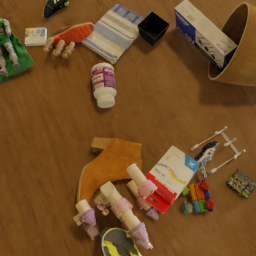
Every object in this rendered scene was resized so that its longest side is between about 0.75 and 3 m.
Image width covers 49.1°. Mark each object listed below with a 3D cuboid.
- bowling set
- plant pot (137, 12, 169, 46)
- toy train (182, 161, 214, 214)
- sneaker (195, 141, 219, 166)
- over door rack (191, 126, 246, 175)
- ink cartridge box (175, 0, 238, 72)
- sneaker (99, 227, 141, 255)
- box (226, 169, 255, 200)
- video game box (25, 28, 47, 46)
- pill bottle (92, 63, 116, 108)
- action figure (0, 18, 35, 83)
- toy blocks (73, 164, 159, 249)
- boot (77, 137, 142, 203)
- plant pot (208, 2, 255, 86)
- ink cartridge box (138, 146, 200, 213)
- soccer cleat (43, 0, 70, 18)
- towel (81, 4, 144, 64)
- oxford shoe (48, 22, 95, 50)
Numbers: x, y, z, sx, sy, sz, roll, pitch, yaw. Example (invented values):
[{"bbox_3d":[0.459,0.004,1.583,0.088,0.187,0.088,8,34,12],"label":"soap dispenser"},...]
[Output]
[{"bbox_3d":[-2.439,-2.812,10.330,1.122,0.781,0.602,15,73,13],"label":"bowling set"},{"bbox_3d":[0.940,-3.684,10.667,0.878,0.780,0.880,40,78,12],"label":"plant pot"},{"bbox_3d":[2.110,1.898,8.938,0.930,0.680,1.606,-14,72,10],"label":"toy train"},{"bbox_3d":[2.696,0.847,9.431,1.042,0.394,0.401,-43,101,-14],"label":"sneaker"},{"bbox_3d":[3.042,0.723,9.366,1.473,0.491,1.088,-30,73,-9],"label":"over door rack"},{"bbox_3d":[2.754,-3.331,10.162,0.586,1.246,2.651,-38,69,1],"label":"ink cartridge box"},{"bbox_3d":[0.111,3.994,8.034,1.075,1.221,2.886,-28,95,-19],"label":"sneaker"},{"bbox_3d":[3.721,1.832,9.158,0.788,0.174,0.631,40,76,12],"label":"box"},{"bbox_3d":[-3.604,-3.562,10.946,0.793,0.186,0.723,-2,74,-1],"label":"video game box"},{"bbox_3d":[-0.841,-1.486,9.922,0.813,0.813,1.448,-7,70,-2],"label":"pill bottle"},{"bbox_3d":[-4.783,-3.263,10.581,1.719,0.796,2.911,-24,70,-4],"label":"action figure"},{"bbox_3d":[-0.101,2.621,7.843,2.320,2.168,1.953,-33,69,-14],"label":"toy blocks"},{"bbox_3d":[-0.496,1.465,8.894,1.776,0.873,2.480,11,67,7],"label":"boot"},{"bbox_3d":[4.615,-2.474,9.503,2.809,2.618,2.618,17,72,-4],"label":"plant pot"},{"bbox_3d":[1.258,1.575,8.718,1.076,0.623,1.852,34,61,20],"label":"ink cartridge box"},{"bbox_3d":[-2.790,-5.038,11.249,0.697,0.581,1.720,27,71,5],"label":"soccer cleat"},{"bbox_3d":[-0.497,-3.732,10.962,1.740,0.282,2.369,34,73,13],"label":"towel"},{"bbox_3d":[-2.188,-3.641,10.591,1.905,0.679,0.694,-17,57,8],"label":"oxford shoe"}]
